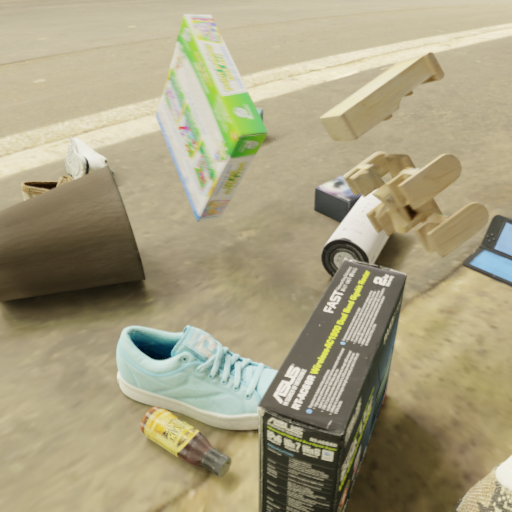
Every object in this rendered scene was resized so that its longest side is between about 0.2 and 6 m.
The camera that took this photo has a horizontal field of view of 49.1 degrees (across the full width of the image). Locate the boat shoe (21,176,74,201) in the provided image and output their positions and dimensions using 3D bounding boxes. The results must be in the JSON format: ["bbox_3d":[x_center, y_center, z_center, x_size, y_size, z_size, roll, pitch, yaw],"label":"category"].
[{"bbox_3d":[-4.509,-1.527,13.255,1.973,0.636,0.703,-6,33,-10],"label":"boat shoe"}]

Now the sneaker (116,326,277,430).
[{"bbox_3d":[-0.701,1.619,7.905,2.849,1.167,1.053,6,34,9],"label":"sneaker"}]

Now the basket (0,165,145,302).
[{"bbox_3d":[-3.654,-0.267,10.261,2.616,1.779,2.358,-17,73,-15],"label":"basket"}]

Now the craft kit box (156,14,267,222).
[{"bbox_3d":[-0.933,-2.365,9.982,0.630,2.567,2.599,-14,69,-25],"label":"craft kit box"}]

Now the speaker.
[{"bbox_3d":[2.178,-0.481,11.325,0.979,0.979,2.412,15,36,22],"label":"speaker"}]

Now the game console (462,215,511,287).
[{"bbox_3d":[4.974,-0.090,10.943,1.365,1.165,0.808,29,16,36],"label":"game console"}]

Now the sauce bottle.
[{"bbox_3d":[-0.915,2.436,7.334,1.330,0.439,0.439,20,38,28],"label":"sauce bottle"}]

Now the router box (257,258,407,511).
[{"bbox_3d":[0.976,1.714,6.811,0.904,2.182,2.911,13,36,20],"label":"router box"}]

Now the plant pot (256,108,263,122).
[{"bbox_3d":[-0.249,-3.895,16.816,0.817,0.815,0.832,5,39,8],"label":"plant pot"}]

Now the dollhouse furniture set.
[{"bbox_3d":[2.319,-1.508,8.396,1.556,2.392,2.197,-36,16,-3],"label":"dollhouse furniture set"}]

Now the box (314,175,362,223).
[{"bbox_3d":[2.062,-1.303,12.918,1.039,0.645,1.047,-28,42,-34],"label":"box"}]

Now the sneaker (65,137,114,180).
[{"bbox_3d":[-4.446,-2.482,14.753,0.902,0.856,2.241,0,31,-31],"label":"sneaker"}]

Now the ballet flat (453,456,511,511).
[{"bbox_3d":[3.705,2.592,6.446,2.879,1.084,0.977,-1,11,-1],"label":"ballet flat"}]
